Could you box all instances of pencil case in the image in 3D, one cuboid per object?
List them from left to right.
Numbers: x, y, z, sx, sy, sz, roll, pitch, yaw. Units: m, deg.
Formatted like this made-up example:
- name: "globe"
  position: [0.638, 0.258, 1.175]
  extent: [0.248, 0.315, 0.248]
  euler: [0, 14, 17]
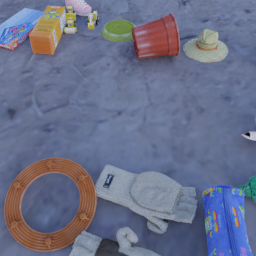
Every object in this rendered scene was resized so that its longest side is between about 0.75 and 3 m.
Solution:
- name: "pencil case"
  position: [2.056, 2.309, 5.686]
  extent: [0.945, 1.052, 2.422]
  euler: [3, 47, 5]

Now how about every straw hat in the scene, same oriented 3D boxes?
- name: "straw hat"
  position: [3.135, -3.434, 11.017]
  extent: [1.881, 0.796, 1.881]
  euler: [0, 48, 0]

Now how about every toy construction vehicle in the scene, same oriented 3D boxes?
- name: "toy construction vehicle"
  position: [-2.143, -4.908, 12.430]
  extent: [1.601, 0.648, 1.839]
  euler: [1, 48, 1]

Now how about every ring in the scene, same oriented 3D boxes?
- name: "ring"
  position: [-1.794, 1.677, 6.433]
  extent: [2.134, 0.205, 2.134]
  euler: [-1, 64, 3]

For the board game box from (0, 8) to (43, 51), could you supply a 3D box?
- name: "board game box"
  position: [-4.742, -4.383, 12.205]
  extent: [1.510, 0.285, 2.934]
  euler: [16, 50, 16]

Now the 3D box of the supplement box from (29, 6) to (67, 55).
- name: "supplement box"
  position: [-3.233, -4.102, 11.576]
  extent: [0.855, 0.884, 2.570]
  euler: [4, 46, 1]

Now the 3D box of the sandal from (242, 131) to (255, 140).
- name: "sandal"
  position: [3.609, 0.218, 7.949]
  extent: [0.829, 0.238, 0.318]
  euler: [12, 13, -15]

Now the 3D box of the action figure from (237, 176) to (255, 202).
- name: "action figure"
  position: [3.712, 1.547, 6.689]
  extent: [2.107, 0.576, 1.245]
  euler: [3, 49, 12]

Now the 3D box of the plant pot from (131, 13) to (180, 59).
- name: "plant pot"
  position: [0.991, -3.346, 10.555]
  extent: [1.531, 1.574, 1.574]
  euler: [-12, 49, 0]

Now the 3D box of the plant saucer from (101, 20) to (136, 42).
- name: "plant saucer"
  position: [-0.352, -4.277, 12.134]
  extent: [1.664, 0.259, 1.664]
  euler: [0, 47, 0]

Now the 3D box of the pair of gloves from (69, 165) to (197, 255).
- name: "pair of gloves"
  position: [0.215, 2.240, 6.116]
  extent: [2.518, 0.519, 2.962]
  euler: [8, 47, 11]

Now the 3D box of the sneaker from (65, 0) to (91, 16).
- name: "sneaker"
  position: [-2.323, -5.906, 13.186]
  extent: [1.695, 0.886, 0.638]
  euler: [30, 53, 23]
